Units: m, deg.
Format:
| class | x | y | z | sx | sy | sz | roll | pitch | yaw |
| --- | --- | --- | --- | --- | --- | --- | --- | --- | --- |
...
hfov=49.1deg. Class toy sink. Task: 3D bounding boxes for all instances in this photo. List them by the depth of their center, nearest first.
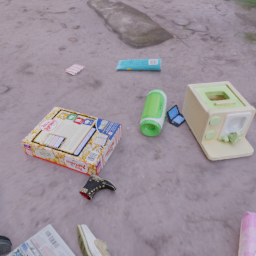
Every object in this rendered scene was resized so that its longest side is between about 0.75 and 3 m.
| class | x | y | z | sx | sy | sz | roll | pitch | yaw |
| --- | --- | --- | --- | --- | --- | --- | --- | --- | --- |
| toy sink | 3.421 | -0.400 | 10.408 | 1.810 | 1.555 | 2.776 | -6 | 43 | -10 |

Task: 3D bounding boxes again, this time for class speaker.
| class | x | y | z | sx | sy | sz | roll | pitch | yaw |
| --- | --- | --- | --- | --- | --- | --- | --- | --- | --- |
| speaker | 1.038 | -0.648 | 11.196 | 0.900 | 0.900 | 2.034 | 8 | 47 | 9 |

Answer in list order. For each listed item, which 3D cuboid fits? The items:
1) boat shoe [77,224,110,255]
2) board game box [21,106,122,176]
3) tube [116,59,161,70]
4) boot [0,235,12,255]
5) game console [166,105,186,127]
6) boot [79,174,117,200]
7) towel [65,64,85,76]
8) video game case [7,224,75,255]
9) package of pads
| class | x | y | z | sx | sy | sz | roll | pitch | yaw |
| --- | --- | --- | --- | --- | --- | --- | --- | --- | --- |
| boat shoe | -0.805 | 3.265 | 7.312 | 0.607 | 0.663 | 1.775 | -14 | 48 | -27 |
| board game box | -1.984 | 0.387 | 10.306 | 2.934 | 0.679 | 2.222 | 16 | 45 | 17 |
| tube | 0.565 | -3.254 | 14.382 | 2.284 | 0.575 | 0.884 | 2 | 37 | 10 |
| boot | -4.099 | 2.583 | 8.030 | 1.732 | 0.690 | 2.101 | -5 | 39 | -8 |
| game console | 2.010 | -0.509 | 11.445 | 0.649 | 0.450 | 0.761 | 31 | 51 | 29 |
| boot | -0.958 | 1.937 | 8.863 | 1.054 | 0.386 | 0.793 | 20 | 45 | 25 |
| towel | -2.717 | -2.998 | 14.377 | 0.665 | 0.136 | 0.908 | 22 | 45 | 22 |
| video game case | -2.209 | 3.711 | 7.085 | 1.824 | 0.220 | 2.001 | -33 | 53 | -30 |
| package of pads | 3.486 | 3.579 | 6.566 | 1.777 | 1.116 | 2.949 | 13 | 44 | 17 |
